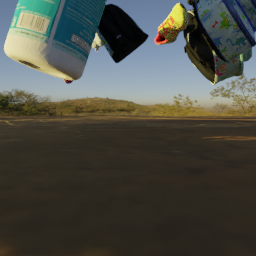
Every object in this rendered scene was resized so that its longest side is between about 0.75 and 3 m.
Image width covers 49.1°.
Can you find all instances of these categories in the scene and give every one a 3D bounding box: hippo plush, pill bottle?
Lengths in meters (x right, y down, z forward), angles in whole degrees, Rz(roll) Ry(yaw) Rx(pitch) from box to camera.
[{"bbox_3d":[-1.433,-4.232,13.369,1.191,0.948,0.957,-18,16,32],"label":"hippo plush"},{"bbox_3d":[-1.325,-2.634,5.857,1.650,2.978,1.650,19,0,0],"label":"pill bottle"}]

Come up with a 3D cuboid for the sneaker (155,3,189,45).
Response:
[{"bbox_3d":[1.414,-3.378,9.419,0.811,0.702,1.796,-27,-16,-21],"label":"sneaker"}]

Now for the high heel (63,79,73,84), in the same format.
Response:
[{"bbox_3d":[-1.421,-2.382,7.954,1.259,2.624,0.884,-18,-40,9],"label":"high heel"}]

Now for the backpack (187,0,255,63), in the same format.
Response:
[{"bbox_3d":[2.555,-2.786,7.072,1.450,1.806,1.974,-31,30,31],"label":"backpack"}]

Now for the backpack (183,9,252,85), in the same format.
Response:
[{"bbox_3d":[3.335,-3.108,10.443,2.169,2.558,2.881,-15,39,7],"label":"backpack"}]

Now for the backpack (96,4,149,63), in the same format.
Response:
[{"bbox_3d":[-0.304,-2.388,6.925,1.068,1.309,1.006,-40,7,-4],"label":"backpack"}]
